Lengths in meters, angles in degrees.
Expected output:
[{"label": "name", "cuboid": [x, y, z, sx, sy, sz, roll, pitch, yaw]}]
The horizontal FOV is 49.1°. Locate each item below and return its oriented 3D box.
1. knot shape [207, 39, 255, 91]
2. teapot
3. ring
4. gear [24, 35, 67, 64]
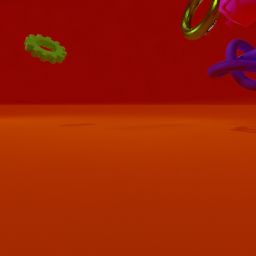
[{"label": "knot shape", "cuboid": [3.541, -2.013, 8.507, 2.018, 0.933, 1.889, 7, 45, 26]}, {"label": "teapot", "cuboid": [2.422, -2.560, 6.071, 1.538, 0.753, 0.956, -8, 47, -48]}, {"label": "ring", "cuboid": [2.042, -3.265, 7.826, 0.330, 1.649, 1.649, 16, -2, -24]}, {"label": "gear", "cuboid": [-2.897, -2.796, 9.888, 1.401, 0.259, 1.401, 22, 35, -16]}]
